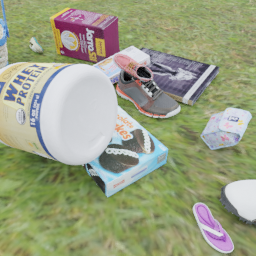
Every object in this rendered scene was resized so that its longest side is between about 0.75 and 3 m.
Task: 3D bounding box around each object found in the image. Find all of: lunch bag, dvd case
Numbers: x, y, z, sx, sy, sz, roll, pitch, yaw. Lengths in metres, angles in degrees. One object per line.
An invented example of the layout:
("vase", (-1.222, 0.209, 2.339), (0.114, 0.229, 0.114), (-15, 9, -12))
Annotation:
("lunch bag", (2.326, -0.019, 6.568), (0.983, 0.625, 0.834), (-18, 28, 53))
("dvd case", (1.193, -1.819, 9.232), (2.987, 0.239, 2.221), (22, 47, 26))

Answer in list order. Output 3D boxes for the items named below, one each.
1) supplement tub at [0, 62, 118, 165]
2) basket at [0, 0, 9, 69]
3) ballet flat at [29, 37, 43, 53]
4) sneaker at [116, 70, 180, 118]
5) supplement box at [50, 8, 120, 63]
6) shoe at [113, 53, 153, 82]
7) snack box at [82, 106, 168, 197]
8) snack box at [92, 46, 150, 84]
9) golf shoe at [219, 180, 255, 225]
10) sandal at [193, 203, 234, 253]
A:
("supplement tub", (-1.712, -0.382, 5.743), (2.579, 1.862, 1.862), (10, 40, 33))
("basket", (-4.907, -3.000, 8.648), (2.489, 2.823, 1.964), (-16, 44, -16))
("ballet flat", (-3.530, -3.097, 10.687), (0.387, 0.387, 1.114), (-19, 43, -20))
("sneaker", (0.489, -1.047, 7.895), (2.219, 0.909, 0.855), (30, 49, 29))
("supplement box", (-1.499, -3.287, 10.048), (2.180, 1.427, 1.125), (17, 46, 19))
("shoe", (0.139, -1.603, 7.320), (1.167, 0.417, 0.531), (31, 3, -10))
("snack box", (-0.581, 0.198, 6.785), (1.637, 0.523, 2.818), (-26, 48, -26))
("snack box", (-0.606, -1.804, 8.901), (2.654, 0.323, 0.954), (-32, 51, -20))
("golf shoe", (3.087, 1.236, 5.098), (2.639, 1.247, 1.026), (7, 43, 11))
("sandal", (1.535, 1.807, 5.172), (0.426, 0.257, 1.048), (-17, 44, -18))
